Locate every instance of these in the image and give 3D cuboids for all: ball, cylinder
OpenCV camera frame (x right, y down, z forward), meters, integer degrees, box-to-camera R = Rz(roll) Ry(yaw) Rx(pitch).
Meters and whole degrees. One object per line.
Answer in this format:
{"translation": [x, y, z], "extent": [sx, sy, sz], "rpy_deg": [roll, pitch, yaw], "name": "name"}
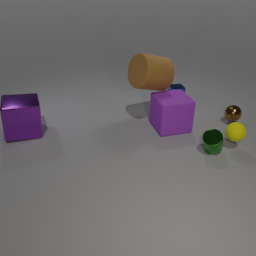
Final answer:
{"translation": [4.500, -0.634, 11.997], "extent": [0.700, 0.700, 0.700], "rpy_deg": [0, 29, 0], "name": "ball"}
{"translation": [3.042, 0.501, 10.045], "extent": [0.700, 0.700, 0.700], "rpy_deg": [-9, 55, 12], "name": "cylinder"}
{"translation": [3.913, 0.142, 10.164], "extent": [0.700, 0.700, 0.700], "rpy_deg": [0, 29, 0], "name": "ball"}
{"translation": [0.933, -2.264, 11.457], "extent": [1.400, 1.400, 1.400], "rpy_deg": [-1, 25, -35], "name": "cylinder"}

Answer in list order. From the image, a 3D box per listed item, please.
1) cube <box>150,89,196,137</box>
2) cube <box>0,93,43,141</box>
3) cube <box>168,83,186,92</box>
{"translation": [1.789, -0.651, 11.589], "extent": [1.400, 1.400, 1.400], "rpy_deg": [-8, 30, -13], "name": "cube"}
{"translation": [-4.227, -0.462, 11.154], "extent": [1.400, 1.400, 1.400], "rpy_deg": [-6, 30, -19], "name": "cube"}
{"translation": [2.481, -1.824, 14.398], "extent": [0.700, 0.700, 0.700], "rpy_deg": [-6, 30, -10], "name": "cube"}
